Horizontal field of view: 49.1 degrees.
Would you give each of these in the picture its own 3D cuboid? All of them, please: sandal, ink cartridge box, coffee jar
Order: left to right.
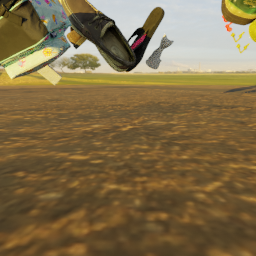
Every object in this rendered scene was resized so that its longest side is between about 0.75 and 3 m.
[{"bbox_3d":[-3.232,-2.362,8.576,2.030,0.483,2.055,40,0,38],"label":"ink cartridge box"},{"bbox_3d":[0.358,-2.958,9.212,0.521,2.312,0.868,17,21,-39],"label":"sandal"},{"bbox_3d":[2.158,-2.479,4.506,0.739,0.903,1.732,13,-15,-3],"label":"coffee jar"}]

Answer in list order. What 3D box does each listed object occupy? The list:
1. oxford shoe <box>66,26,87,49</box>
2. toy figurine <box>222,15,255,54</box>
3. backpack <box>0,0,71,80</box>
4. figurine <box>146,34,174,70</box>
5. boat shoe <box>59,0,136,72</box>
[{"bbox_3d":[-1.634,-3.591,10.037,0.648,0.753,1.785,-29,26,38],"label":"oxford shoe"},{"bbox_3d":[3.559,-3.067,7.738,1.215,2.304,1.380,-37,31,2],"label":"toy figurine"},{"bbox_3d":[-2.154,-2.112,6.255,1.733,1.511,1.972,-21,31,24],"label":"backpack"},{"bbox_3d":[0.910,-3.237,11.061,1.432,1.397,0.616,28,32,-12],"label":"figurine"},{"bbox_3d":[-0.742,-2.826,8.003,2.773,1.015,0.899,43,-21,-22],"label":"boat shoe"}]
